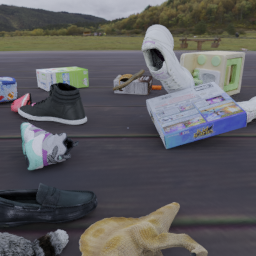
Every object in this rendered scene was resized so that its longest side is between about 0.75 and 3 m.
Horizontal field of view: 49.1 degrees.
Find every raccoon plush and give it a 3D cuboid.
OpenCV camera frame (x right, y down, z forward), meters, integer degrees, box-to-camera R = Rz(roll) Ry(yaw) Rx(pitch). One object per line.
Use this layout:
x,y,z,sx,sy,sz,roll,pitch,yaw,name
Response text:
-1.444,1.265,3.308,0.713,0.987,1.473,12,22,31,raccoon plush

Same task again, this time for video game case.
1.765,-0.428,7.706,2.152,0.489,1.950,-15,33,-1,video game case

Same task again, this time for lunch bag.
-6.143,-1.607,11.802,2.751,1.039,2.204,-6,18,-21,lunch bag

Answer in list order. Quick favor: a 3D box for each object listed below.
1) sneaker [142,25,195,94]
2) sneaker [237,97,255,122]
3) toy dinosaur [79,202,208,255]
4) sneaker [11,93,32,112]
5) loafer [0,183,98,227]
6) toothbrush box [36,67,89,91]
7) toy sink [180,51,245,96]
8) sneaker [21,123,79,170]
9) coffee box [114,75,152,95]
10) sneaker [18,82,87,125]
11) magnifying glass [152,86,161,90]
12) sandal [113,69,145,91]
1.117,-1.603,8.288,0.993,2.652,1.321,-13,36,35,sneaker
3.963,-0.485,9.094,2.141,0.802,1.067,-7,29,-1,sneaker
0.201,1.370,3.257,1.482,0.853,2.931,15,24,41,toy dinosaur
-4.031,-0.970,10.592,0.662,0.562,1.526,-4,20,-10,sneaker
-1.285,1.139,4.333,1.622,0.569,0.551,-4,19,-10,loafer
-3.473,-2.644,14.886,2.283,0.983,1.662,-13,22,-30,toothbrush box
3.884,-2.434,12.774,2.986,1.946,1.673,-16,25,-41,toy sink
-1.817,0.352,6.630,1.267,0.704,1.812,-7,29,-23,sneaker
0.268,-2.106,13.557,1.708,0.682,0.965,4,29,14,coffee box
-2.554,-0.906,9.273,2.575,1.277,0.910,7,20,20,sneaker
0.744,-2.097,14.527,1.954,0.219,0.778,0,20,5,magnifying glass
-0.012,-1.327,7.532,1.088,0.294,0.437,-37,5,-20,sandal
